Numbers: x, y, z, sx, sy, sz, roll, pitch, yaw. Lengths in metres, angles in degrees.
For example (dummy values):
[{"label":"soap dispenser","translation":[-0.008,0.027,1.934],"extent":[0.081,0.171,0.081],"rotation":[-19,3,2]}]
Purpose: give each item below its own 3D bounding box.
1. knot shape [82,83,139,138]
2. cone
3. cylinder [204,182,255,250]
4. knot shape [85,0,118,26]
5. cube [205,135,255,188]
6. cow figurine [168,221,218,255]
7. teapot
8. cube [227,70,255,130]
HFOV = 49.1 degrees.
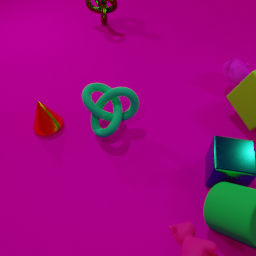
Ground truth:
[{"label":"knot shape","translation":[-0.569,-0.459,7.846],"extent":[1.603,0.741,1.500],"rotation":[16,88,2]},{"label":"cone","translation":[-2.452,-0.443,8.098],"extent":[0.933,0.936,0.933],"rotation":[-4,46,4]},{"label":"cylinder","translation":[2.457,1.851,6.053],"extent":[1.160,1.160,1.160],"rotation":[-39,21,-25]},{"label":"knot shape","translation":[-0.964,-4.748,10.755],"extent":[0.673,1.457,1.364],"rotation":[-37,20,-25]},{"label":"cube","translation":[2.573,0.921,7.128],"extent":[0.994,0.994,0.994],"rotation":[8,54,6]},{"label":"cow figurine","translation":[1.183,2.357,5.430],"extent":[1.043,0.582,1.060],"rotation":[5,39,31]},{"label":"teapot","translation":[3.440,-1.795,8.792],"extent":[1.505,0.737,0.936],"rotation":[20,46,-38]},{"label":"cube","translation":[3.894,-0.881,7.954],"extent":[1.242,1.242,1.242],"rotation":[-19,70,-27]}]
